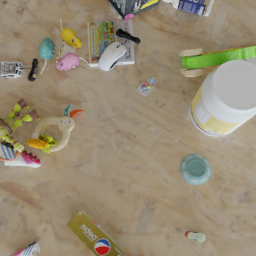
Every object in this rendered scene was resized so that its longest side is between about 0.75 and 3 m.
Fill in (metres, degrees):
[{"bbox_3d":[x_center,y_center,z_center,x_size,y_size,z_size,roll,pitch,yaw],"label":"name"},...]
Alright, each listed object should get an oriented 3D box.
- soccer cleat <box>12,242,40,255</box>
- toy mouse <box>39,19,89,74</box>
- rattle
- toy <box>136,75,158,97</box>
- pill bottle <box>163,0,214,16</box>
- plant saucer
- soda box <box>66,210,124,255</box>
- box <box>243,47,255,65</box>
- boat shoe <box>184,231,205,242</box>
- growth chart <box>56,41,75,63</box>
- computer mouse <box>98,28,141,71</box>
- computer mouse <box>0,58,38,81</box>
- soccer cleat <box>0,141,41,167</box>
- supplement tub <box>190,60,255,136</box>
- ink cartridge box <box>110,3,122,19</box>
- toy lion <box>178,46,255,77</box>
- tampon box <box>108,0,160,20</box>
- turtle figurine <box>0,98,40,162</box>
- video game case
[{"bbox_3d":[-3.183,3.935,8.739,0.906,0.316,0.391,-30,76,-8],"label":"soccer cleat"},{"bbox_3d":[-2.622,-2.851,10.532,2.088,0.455,2.350,-44,78,-7],"label":"toy mouse"},{"bbox_3d":[-2.431,-0.161,9.390,1.977,1.412,1.287,-41,63,-5],"label":"rattle"},{"bbox_3d":[0.708,-1.588,10.361,0.455,0.186,0.789,34,74,16],"label":"toy"},{"bbox_3d":[2.378,-5.128,10.931,1.894,1.052,1.052,17,75,6],"label":"pill bottle"},{"bbox_3d":[2.318,1.381,9.525,1.080,0.208,1.080,0,74,-1],"label":"plant saucer"},{"bbox_3d":[-1.010,3.438,8.725,1.906,0.610,0.645,41,78,11],"label":"soda box"},{"bbox_3d":[5.223,-2.010,10.381,1.241,0.391,2.255,-29,76,-8],"label":"box"},{"bbox_3d":[2.109,3.414,8.842,0.778,0.244,0.277,20,74,-26],"label":"boat shoe"},{"bbox_3d":[-2.365,-2.921,10.803,0.724,0.089,1.001,10,75,3],"label":"growth chart"},{"bbox_3d":[-0.421,-2.892,10.418,1.003,0.401,1.828,35,78,8],"label":"computer mouse"},{"bbox_3d":[-4.208,-2.177,10.473,1.644,0.361,0.902,0,79,-6],"label":"computer mouse"},{"bbox_3d":[-3.733,1.057,9.484,1.651,0.577,0.713,26,87,11],"label":"soccer cleat"},{"bbox_3d":[3.114,-0.872,8.951,1.829,2.516,1.829,0,74,0],"label":"supplement tub"},{"bbox_3d":[-0.168,-4.896,11.334,0.919,0.262,0.747,-24,75,-21],"label":"ink cartridge box"},{"bbox_3d":[3.043,-2.401,9.472,2.522,2.632,0.903,-7,104,9],"label":"toy lion"},{"bbox_3d":[-0.001,-5.792,10.761,1.806,1.521,2.410,-30,76,-17],"label":"tampon box"},{"bbox_3d":[-4.176,-0.154,9.600,2.458,0.792,1.982,35,68,25],"label":"turtle figurine"},{"bbox_3d":[-0.672,-3.307,10.853,1.709,0.215,1.878,-4,75,-1],"label":"video game case"}]
